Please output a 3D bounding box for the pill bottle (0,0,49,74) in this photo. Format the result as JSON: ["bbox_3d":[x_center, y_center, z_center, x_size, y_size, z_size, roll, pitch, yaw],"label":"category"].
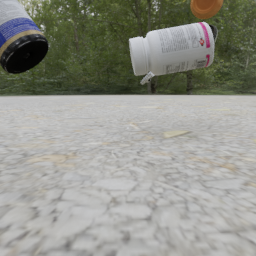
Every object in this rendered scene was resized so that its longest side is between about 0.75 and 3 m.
[{"bbox_3d":[-1.983,-1.657,4.406,0.821,1.468,0.821,-37,-5,-4],"label":"pill bottle"}]

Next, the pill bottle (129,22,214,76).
[{"bbox_3d":[1.151,-2.118,7.703,2.119,1.201,1.201,-10,8,0],"label":"pill bottle"}]

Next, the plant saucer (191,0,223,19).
[{"bbox_3d":[1.774,-2.889,6.380,0.758,0.758,0.142,6,4,34],"label":"plant saucer"}]

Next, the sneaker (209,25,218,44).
[{"bbox_3d":[2.350,-3.070,9.837,0.779,2.083,1.107,37,-7,37],"label":"sneaker"}]

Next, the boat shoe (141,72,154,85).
[{"bbox_3d":[0.905,-2.263,13.075,0.338,0.300,0.918,-35,-6,-36],"label":"boat shoe"}]
